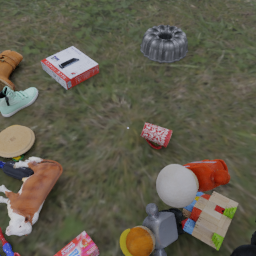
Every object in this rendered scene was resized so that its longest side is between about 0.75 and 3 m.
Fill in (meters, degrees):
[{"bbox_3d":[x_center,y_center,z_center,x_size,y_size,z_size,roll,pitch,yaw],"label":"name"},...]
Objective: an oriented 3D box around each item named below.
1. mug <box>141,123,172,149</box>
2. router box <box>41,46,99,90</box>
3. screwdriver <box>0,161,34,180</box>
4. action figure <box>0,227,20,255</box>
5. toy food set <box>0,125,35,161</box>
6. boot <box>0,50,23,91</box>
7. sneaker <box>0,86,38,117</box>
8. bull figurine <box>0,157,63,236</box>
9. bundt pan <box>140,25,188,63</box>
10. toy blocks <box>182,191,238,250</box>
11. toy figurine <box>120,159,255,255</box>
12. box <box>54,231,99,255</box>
[{"bbox_3d":[0.759,0.249,7.896,0.783,0.695,0.522,21,10,2],"label":"mug"},{"bbox_3d":[-2.144,-2.269,10.373,1.459,0.397,1.626,-35,58,-27],"label":"router box"},{"bbox_3d":[-3.810,0.916,7.575,2.834,0.395,0.412,13,56,9],"label":"screwdriver"},{"bbox_3d":[-2.480,2.932,5.882,0.595,0.470,1.818,-35,60,-29],"label":"action figure"},{"bbox_3d":[-3.315,0.406,8.134,1.200,0.292,1.188,20,52,17],"label":"toy food set"},{"bbox_3d":[-4.361,-2.101,10.003,2.172,0.800,1.680,29,51,19],"label":"boot"},{"bbox_3d":[-3.543,-1.075,9.043,0.533,0.855,1.449,26,53,23],"label":"sneaker"},{"bbox_3d":[-2.406,1.556,6.682,1.209,0.648,1.991,24,55,8],"label":"bull figurine"},{"bbox_3d":[1.469,-3.477,11.206,1.972,0.740,1.972,0,50,0],"label":"bundt pan"},{"bbox_3d":[1.762,1.937,6.372,1.099,0.803,1.607,24,34,24],"label":"toy blocks"},{"bbox_3d":[1.334,2.061,5.059,1.808,2.559,2.599,-7,45,-47],"label":"toy figurine"},{"bbox_3d":[-1.151,2.767,5.966,0.996,0.475,0.496,-34,57,-26],"label":"box"}]
